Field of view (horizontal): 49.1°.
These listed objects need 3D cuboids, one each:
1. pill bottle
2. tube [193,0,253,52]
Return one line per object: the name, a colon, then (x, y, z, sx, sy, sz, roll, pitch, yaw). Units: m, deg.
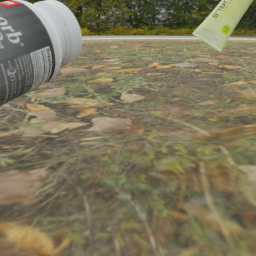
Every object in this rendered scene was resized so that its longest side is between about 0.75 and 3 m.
pill bottle: (-2.401, -1.442, 5.385, 1.727, 1.727, 2.981, 14, 38, 31)
tube: (3.181, -3.650, 8.423, 0.697, 2.687, 0.780, 33, 6, -39)
